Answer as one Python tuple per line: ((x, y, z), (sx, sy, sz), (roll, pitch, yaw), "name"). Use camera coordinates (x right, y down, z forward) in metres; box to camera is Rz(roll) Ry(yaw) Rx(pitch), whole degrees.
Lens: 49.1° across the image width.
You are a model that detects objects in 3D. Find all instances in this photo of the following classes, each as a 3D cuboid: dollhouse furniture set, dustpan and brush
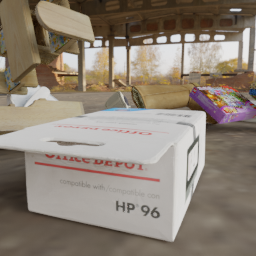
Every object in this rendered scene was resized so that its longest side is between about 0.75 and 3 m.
((-1.913, -1.080, 4.532), (2.299, 2.623, 1.743), (-22, -13, 39), "dollhouse furniture set")
((-2.151, -0.366, 6.076), (0.648, 1.580, 2.264), (-37, 22, 38), "dustpan and brush")

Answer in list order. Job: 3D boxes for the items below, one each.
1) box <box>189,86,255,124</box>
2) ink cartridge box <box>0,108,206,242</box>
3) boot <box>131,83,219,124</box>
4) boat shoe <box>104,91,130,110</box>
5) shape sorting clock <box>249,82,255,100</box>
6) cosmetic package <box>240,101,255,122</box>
((2.271, -0.587, 6.514), (1.484, 0.290, 1.015), (-8, 46, -38), "box")
((-0.037, 0.296, 2.688), (1.301, 0.761, 2.242), (4, 10, 22), "ink cartridge box")
((1.352, -0.638, 7.886), (2.080, 0.688, 1.822), (-7, 39, -23), "boot")
((-0.120, -0.148, 5.599), (0.655, 0.565, 1.802), (-37, 26, 16), "boat shoe")
((3.429, -0.570, 6.447), (1.441, 0.283, 1.441), (38, 5, -4), "shape sorting clock")
((4.031, -0.486, 8.384), (1.158, 0.299, 0.873), (9, 38, 42), "cosmetic package")
